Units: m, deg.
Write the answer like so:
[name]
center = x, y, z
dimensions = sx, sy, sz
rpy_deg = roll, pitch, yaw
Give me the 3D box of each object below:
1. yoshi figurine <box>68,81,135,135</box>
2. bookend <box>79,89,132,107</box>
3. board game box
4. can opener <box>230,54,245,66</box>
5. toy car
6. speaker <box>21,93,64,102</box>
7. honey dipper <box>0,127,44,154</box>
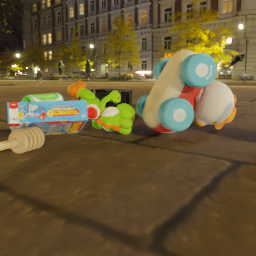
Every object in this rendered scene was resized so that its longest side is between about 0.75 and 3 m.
[yoshi figurine]
center = -0.754, -0.579, 8.906
dimensions = 2.369, 1.326, 1.331
rpy_deg = 29, -16, 19
[bookend]
center = -1.225, -1.594, 15.252
dimensions = 2.058, 0.954, 2.071
rpy_deg = 9, 15, 40
[board game box]
center = -2.140, -0.215, 7.504
dimensions = 1.847, 0.527, 1.886
rpy_deg = -3, -10, -17
[can opener]
center = 4.393, -2.752, 11.284
dimensions = 0.329, 0.265, 0.836
rpy_deg = 34, -14, -3
[toy car]
center = 2.203, -0.708, 8.857
dimensions = 2.947, 2.606, 2.716
rpy_deg = 26, 2, -16
[speaker]
center = -4.109, -1.240, 13.631
dimensions = 0.911, 0.911, 2.061
rpy_deg = 6, 12, 29
[honey dipper]
center = -2.802, 0.440, 5.610
dimensions = 0.552, 0.552, 2.905
rpy_deg = 4, 10, 21
